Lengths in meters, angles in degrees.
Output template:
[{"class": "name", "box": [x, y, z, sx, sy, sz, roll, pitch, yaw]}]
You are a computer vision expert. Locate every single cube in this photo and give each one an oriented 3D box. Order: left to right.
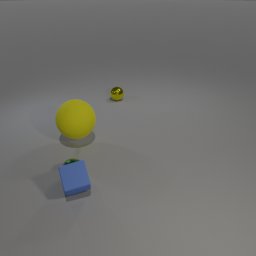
[{"class": "cube", "box": [-1.441, 1.369, 7.632, 0.700, 0.700, 0.700, -15, 70, -12]}]

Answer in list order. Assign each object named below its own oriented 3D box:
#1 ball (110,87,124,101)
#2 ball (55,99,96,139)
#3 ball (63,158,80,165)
[{"class": "ball", "box": [-0.549, -1.716, 14.003, 0.700, 0.700, 0.700, 0, 28, 0]}, {"class": "ball", "box": [-1.850, -0.309, 9.931, 1.400, 1.400, 1.400, 0, 28, 0]}, {"class": "ball", "box": [-1.659, 1.271, 8.455, 0.700, 0.700, 0.700, 0, 28, 0]}]
